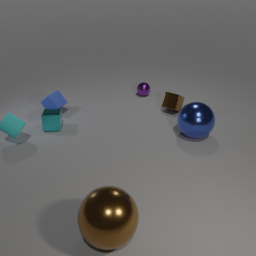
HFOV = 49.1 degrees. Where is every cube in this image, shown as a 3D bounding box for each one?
[{"bbox_3d":[2.051,-1.190,12.712,0.700,0.700,0.700,19,6,30],"label":"cube"},{"bbox_3d":[-3.301,-1.145,12.503,0.700,0.700,0.700,-29,11,36],"label":"cube"},{"bbox_3d":[-3.075,-0.334,11.371,0.700,0.700,0.700,0,28,-6],"label":"cube"}]

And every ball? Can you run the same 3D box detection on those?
[{"bbox_3d":[0.801,-1.995,14.381,0.700,0.700,0.700,0,29,0],"label":"ball"},{"bbox_3d":[2.578,-0.293,10.622,1.400,1.400,1.400,0,29,0],"label":"ball"},{"bbox_3d":[-0.452,2.040,6.440,1.400,1.400,1.400,0,29,0],"label":"ball"}]

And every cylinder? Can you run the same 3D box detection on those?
[{"bbox_3d":[-4.219,-0.085,10.183,0.700,0.700,0.700,36,26,-14],"label":"cylinder"}]
